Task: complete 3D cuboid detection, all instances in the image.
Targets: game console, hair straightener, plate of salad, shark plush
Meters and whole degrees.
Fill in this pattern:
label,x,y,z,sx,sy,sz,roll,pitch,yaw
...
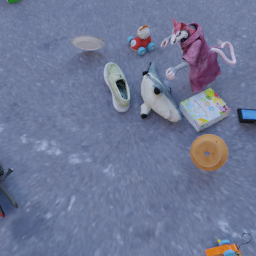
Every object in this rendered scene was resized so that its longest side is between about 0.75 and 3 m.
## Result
label,x,y,z,sx,sy,sz,roll,pitch,yaw
game console,3.977,-0.397,8.787,0.886,0.779,0.516,4,86,3
hair straightener,-3.576,1.366,7.750,0.853,0.453,2.216,-33,59,-20
plate of salad,-1.435,-3.116,10.124,1.211,1.211,0.291,1,84,0
shark plush,0.969,-1.213,9.394,1.121,1.223,2.693,9,34,-18

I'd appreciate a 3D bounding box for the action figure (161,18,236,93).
label,x,y,z,sx,sy,sz,roll,pitch,yaw
action figure,2.068,-2.217,8.204,2.056,2.761,1.849,-18,60,20

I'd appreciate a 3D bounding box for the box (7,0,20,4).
label,x,y,z,sx,sy,sz,roll,pitch,yaw
box,-5.262,-6.442,12.113,0.703,1.455,1.284,-26,62,-15

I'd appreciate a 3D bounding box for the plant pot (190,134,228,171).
label,x,y,z,sx,sy,sz,roll,pitch,yaw
plant pot,2.110,0.657,7.391,1.004,0.702,1.004,-1,87,20

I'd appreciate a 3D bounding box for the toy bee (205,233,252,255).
label,x,y,z,sx,sy,sz,roll,pitch,yaw
toy bee,2.425,2.969,6.609,1.102,0.599,0.722,-14,34,28

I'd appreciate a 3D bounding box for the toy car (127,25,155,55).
label,x,y,z,sx,sy,sz,roll,pitch,yaw
toy car,0.498,-3.422,10.448,0.862,0.975,0.898,-28,61,-17

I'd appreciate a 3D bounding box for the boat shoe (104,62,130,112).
label,x,y,z,sx,sy,sz,roll,pitch,yaw
boat shoe,-0.284,-1.484,9.313,0.723,0.623,2.009,-4,59,-26

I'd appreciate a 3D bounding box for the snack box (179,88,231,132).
label,x,y,z,sx,sy,sz,roll,pitch,yaw
snack box,2.444,-0.595,8.950,1.246,0.422,1.051,-27,62,-15
